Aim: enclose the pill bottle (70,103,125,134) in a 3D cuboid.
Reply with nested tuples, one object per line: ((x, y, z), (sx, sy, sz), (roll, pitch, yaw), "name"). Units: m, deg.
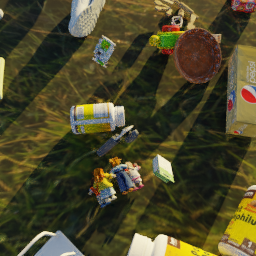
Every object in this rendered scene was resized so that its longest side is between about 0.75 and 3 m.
((-0.920, -0.307, 8.634), (1.600, 0.874, 0.874), (-4, 67, -2), "pill bottle")

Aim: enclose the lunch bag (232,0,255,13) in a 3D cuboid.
((4.498, -5.132, 10.922), (1.110, 0.516, 1.260), (9, 67, 4), "lunch bag")

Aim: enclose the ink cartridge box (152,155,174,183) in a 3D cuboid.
((0.842, 1.047, 6.830), (0.427, 0.822, 0.244), (35, 113, -15), "ink cartridge box")

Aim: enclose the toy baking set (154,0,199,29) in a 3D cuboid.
((1.846, -4.221, 10.391), (1.613, 0.245, 2.102), (-32, 68, -36), "toy baking set")

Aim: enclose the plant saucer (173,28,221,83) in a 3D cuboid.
((2.326, -2.422, 9.469), (1.826, 0.295, 1.826), (-1, 92, -21), "plant saucer")

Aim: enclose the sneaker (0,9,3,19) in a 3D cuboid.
((-5.711, -3.779, 10.239), (2.220, 0.818, 1.283), (-1, 68, 10), "sneaker")

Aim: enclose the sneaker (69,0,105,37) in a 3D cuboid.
((-1.704, -4.341, 10.465), (0.992, 0.941, 2.464), (14, 60, 15), "sneaker")

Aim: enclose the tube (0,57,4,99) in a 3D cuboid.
((-4.493, -1.652, 9.523), (0.408, 0.456, 1.573), (12, 64, -36), "tube")

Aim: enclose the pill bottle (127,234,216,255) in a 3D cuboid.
((1.287, 3.539, 6.612), (2.768, 1.512, 1.512), (19, 68, 8), "pill bottle")

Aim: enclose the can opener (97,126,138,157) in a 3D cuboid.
((-0.292, 0.436, 7.920), (0.485, 1.450, 0.387), (50, 33, 5), "can opener")

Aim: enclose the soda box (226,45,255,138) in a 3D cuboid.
((3.769, -1.221, 8.978), (0.915, 0.968, 2.858), (8, 67, 4), "soda box")

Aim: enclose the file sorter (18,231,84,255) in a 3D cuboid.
((-1.495, 4.007, 6.308), (2.776, 1.728, 1.926), (40, 73, 15), "file sorter")

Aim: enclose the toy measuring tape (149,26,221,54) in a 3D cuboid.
((1.947, -3.159, 9.975), (2.823, 1.038, 1.038), (-11, 66, -23), "toy measuring tape")

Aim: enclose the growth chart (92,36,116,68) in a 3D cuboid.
((-0.768, -2.392, 8.750), (0.611, 0.075, 0.844), (28, 99, 5), "growth chart")

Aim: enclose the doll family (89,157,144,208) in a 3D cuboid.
((-0.375, 1.424, 7.945), (1.685, 0.759, 1.046), (-24, 69, -10), "doll family")

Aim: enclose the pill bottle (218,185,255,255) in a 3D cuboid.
((3.445, 2.430, 7.191), (1.330, 1.330, 2.435), (33, 70, 13), "pill bottle")
